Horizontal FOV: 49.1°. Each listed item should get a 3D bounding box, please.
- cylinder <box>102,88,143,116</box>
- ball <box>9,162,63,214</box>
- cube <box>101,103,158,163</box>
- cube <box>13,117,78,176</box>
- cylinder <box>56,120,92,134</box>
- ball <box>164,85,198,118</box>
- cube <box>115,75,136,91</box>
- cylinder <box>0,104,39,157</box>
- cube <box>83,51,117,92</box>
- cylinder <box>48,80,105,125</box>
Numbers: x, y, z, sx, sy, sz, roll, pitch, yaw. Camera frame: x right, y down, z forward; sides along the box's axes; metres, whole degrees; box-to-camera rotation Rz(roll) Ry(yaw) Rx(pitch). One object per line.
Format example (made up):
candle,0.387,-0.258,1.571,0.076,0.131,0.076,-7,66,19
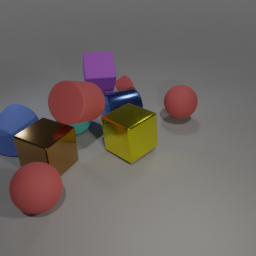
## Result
cylinder,-0.284,-0.864,11.808,1.400,1.400,1.400,-15,35,-23
ball,-2.523,1.639,7.724,1.400,1.400,1.400,0,32,0
cube,0.075,0.135,10.008,1.400,1.400,1.400,-30,39,-35
cube,-2.684,0.694,9.357,1.400,1.400,1.400,16,36,23
cylinder,-2.286,-0.694,11.300,1.400,1.400,1.400,-5,43,5
ball,2.209,-1.106,11.756,1.400,1.400,1.400,0,32,0
cube,-0.155,-2.082,13.855,0.700,0.700,0.700,-31,73,16
cylinder,-4.150,0.070,10.155,1.400,1.400,1.400,7,42,10
cube,-1.386,-2.633,13.336,1.400,1.400,1.400,-6,71,-10
cylinder,-1.701,-0.867,9.432,1.400,1.400,1.400,13,11,20
